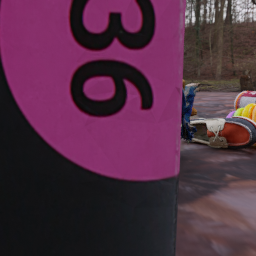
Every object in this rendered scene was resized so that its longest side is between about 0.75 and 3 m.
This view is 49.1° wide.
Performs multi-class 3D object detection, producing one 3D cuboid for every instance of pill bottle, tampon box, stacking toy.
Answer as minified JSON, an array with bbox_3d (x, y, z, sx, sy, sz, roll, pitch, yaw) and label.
[{"bbox_3d":[4.820,-0.793,10.100,1.043,1.043,1.904,-2,9,-15],"label":"pill bottle"},{"bbox_3d":[-0.898,0.336,1.177,2.045,1.533,1.291,0,9,0],"label":"tampon box"},{"bbox_3d":[2.500,-0.051,5.983,1.192,1.127,2.054,2,-5,-43],"label":"stacking toy"}]

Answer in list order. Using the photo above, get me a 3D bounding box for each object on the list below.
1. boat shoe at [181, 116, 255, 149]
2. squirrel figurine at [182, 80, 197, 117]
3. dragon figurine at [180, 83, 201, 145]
[{"bbox_3d":[1.798,0.084,5.784,0.576,0.655,1.841,-8,9,-30],"label":"boat shoe"},{"bbox_3d":[1.153,-0.765,10.104,1.984,1.404,1.852,-11,9,43],"label":"squirrel figurine"},{"bbox_3d":[0.831,-0.213,4.500,0.581,0.981,1.974,4,0,15],"label":"dragon figurine"}]
